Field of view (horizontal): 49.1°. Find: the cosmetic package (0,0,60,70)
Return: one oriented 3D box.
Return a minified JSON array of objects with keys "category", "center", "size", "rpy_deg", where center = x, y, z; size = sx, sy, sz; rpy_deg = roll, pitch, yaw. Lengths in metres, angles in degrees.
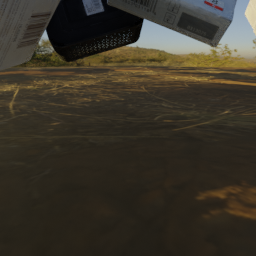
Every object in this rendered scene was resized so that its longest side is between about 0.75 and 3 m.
[{"category":"cosmetic package","center":[-2.857,-2.464,5.019],"size":[2.343,1.961,1.949],"rpy_deg":[41,33,-1]}]

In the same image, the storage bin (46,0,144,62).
[{"category":"storage bin","center":[-0.838,-2.608,6.528],"size":[2.163,1.462,1.014],"rpy_deg":[-18,-5,-4]}]

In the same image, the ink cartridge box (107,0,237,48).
[{"category":"ink cartridge box","center":[1.111,-2.984,5.698],"size":[2.242,0.693,2.765],"rpy_deg":[23,55,2]}]

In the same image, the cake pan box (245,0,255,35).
[{"category":"cake pan box","center":[3.983,-3.280,7.269],"size":[0.619,2.180,2.367],"rpy_deg":[-4,55,-5]}]
